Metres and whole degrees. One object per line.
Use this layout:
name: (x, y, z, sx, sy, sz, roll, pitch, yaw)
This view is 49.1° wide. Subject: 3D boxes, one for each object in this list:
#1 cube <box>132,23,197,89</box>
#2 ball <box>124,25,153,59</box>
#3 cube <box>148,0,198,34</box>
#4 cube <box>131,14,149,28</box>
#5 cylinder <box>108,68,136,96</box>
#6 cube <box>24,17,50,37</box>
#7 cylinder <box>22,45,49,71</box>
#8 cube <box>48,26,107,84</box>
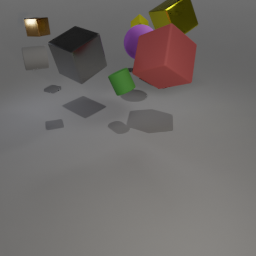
cube: (1.192, -2.240, 9.075, 1.400, 1.400, 1.400, 21, -17, -41)
ball: (0.526, -3.495, 11.484, 1.400, 1.400, 1.400, 0, 30, 0)
cube: (2.054, -4.970, 12.697, 1.400, 1.400, 1.400, -37, 30, -14)
cube: (0.623, -5.462, 14.949, 0.700, 0.700, 0.700, 25, 51, -37)
cylinder: (-0.200, -1.520, 9.202, 0.700, 0.700, 0.700, -24, 16, 7)
cube: (-3.787, -4.230, 11.718, 0.700, 0.700, 0.700, 10, 28, 26)
cylinder: (-2.836, -2.154, 8.594, 0.700, 0.700, 0.700, -11, 32, -16)
cube: (-1.859, -2.757, 10.525, 1.400, 1.400, 1.400, 28, 58, 33)
